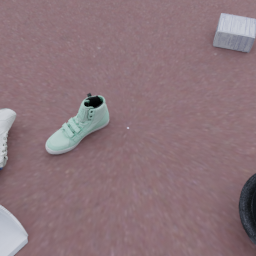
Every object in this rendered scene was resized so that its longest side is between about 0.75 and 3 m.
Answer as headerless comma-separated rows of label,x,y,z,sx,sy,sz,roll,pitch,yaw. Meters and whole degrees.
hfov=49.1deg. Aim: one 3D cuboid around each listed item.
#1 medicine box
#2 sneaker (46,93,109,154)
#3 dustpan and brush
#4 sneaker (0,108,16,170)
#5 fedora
medicine box,3.451,-3.073,9.034,1.161,0.598,1.057,15,55,10
sneaker,-1.247,-0.154,6.613,1.765,1.041,0.650,-34,62,-21
dustpan and brush,-3.486,1.765,5.366,2.672,0.765,1.864,37,62,24
sneaker,-3.125,0.496,6.429,0.932,0.797,2.140,22,63,1
fedora,2.865,1.712,5.376,1.782,0.814,1.782,0,54,0
